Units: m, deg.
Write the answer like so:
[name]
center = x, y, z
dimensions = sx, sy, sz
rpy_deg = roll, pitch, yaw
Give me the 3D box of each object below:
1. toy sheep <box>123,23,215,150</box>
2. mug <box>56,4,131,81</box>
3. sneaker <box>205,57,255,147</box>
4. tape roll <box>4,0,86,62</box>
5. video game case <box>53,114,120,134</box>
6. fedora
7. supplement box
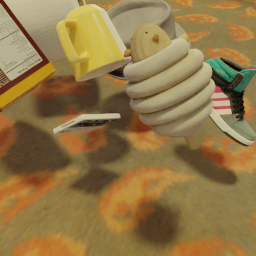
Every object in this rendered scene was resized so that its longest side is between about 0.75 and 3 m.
[toy sheep]
center = 0.621, -0.542, 3.957
dimensions = 1.342, 1.947, 1.342
rpy_deg = -30, 14, 8
[mug]
center = -0.765, -1.932, 6.139
dimensions = 1.351, 1.385, 1.687
rpy_deg = -21, 5, -6
[sneaker]
center = 2.403, -0.741, 6.213
dimensions = 2.191, 1.323, 0.916
rpy_deg = 49, 37, 4
[tape roll]
center = -2.245, -3.447, 8.284
dimensions = 1.835, 2.673, 2.673
rpy_deg = -18, 42, 6
[video game case]
center = -0.869, -0.100, 5.997
dimensions = 1.092, 0.993, 0.128
rpy_deg = -5, 77, -51
[fedora]
center = 0.311, -2.604, 7.625
dimensions = 2.854, 1.289, 2.524
rpy_deg = -17, 63, -2
[supplement box]
center = -2.999, -1.531, 6.187
dimensions = 1.372, 2.066, 2.037
rpy_deg = -42, 17, -24
